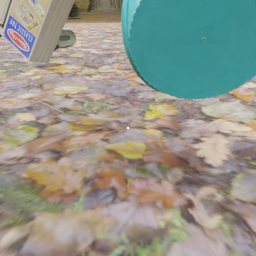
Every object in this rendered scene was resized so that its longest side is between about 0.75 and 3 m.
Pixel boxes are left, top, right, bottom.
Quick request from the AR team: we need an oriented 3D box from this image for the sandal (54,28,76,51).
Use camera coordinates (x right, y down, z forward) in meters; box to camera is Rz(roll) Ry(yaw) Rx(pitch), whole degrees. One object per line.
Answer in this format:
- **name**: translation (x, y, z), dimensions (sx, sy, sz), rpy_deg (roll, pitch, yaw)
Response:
- **sandal**: translation (-1.548, -1.809, 5.752), dimensions (0.362, 0.504, 1.270), rpy_deg (21, 38, 38)

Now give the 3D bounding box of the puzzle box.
- **puzzle box**: translation (-1.372, -1.963, 3.048), dimensions (2.285, 1.520, 0.290), rpy_deg (42, 28, 21)

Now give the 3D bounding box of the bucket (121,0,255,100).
- **bucket**: translation (1.091, -1.791, 4.544), dimensions (2.547, 2.547, 1.657), rpy_deg (1, 45, 2)

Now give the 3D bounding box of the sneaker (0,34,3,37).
- **sneaker**: translation (-3.134, -2.147, 4.839), dimensions (2.718, 1.029, 1.047), rpy_deg (-17, 46, -38)
